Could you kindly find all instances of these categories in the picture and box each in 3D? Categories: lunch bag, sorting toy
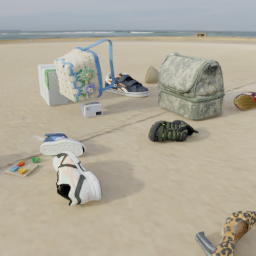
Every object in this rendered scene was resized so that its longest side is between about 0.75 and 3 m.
[{"bbox_3d":[2.684,-1.951,12.339,2.049,2.467,2.941,-11,24,-26],"label":"lunch bag"},{"bbox_3d":[-2.926,1.051,7.965,0.722,0.144,0.977,6,23,15],"label":"sorting toy"}]

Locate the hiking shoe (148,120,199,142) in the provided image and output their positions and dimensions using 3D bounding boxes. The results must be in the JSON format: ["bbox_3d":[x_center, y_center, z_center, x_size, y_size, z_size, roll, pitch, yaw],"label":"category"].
[{"bbox_3d":[1.552,0.117,9.551,1.852,0.701,0.932,-15,23,-34],"label":"hiking shoe"}]

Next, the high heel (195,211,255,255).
[{"bbox_3d":[2.023,2.011,4.977,1.404,0.501,1.001,-21,19,-8],"label":"high heel"}]

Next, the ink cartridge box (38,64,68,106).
[{"bbox_3d":[-3.812,-2.237,14.127,0.963,1.700,2.319,-9,24,-25],"label":"ink cartridge box"}]

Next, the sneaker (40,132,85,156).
[{"bbox_3d":[-1.958,0.429,8.907,1.470,0.592,1.076,-2,25,10],"label":"sneaker"}]

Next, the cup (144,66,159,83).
[{"bbox_3d":[1.612,-3.334,17.945,0.802,1.122,1.122,18,19,-10],"label":"cup"}]

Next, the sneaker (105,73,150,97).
[{"bbox_3d":[-0.113,-2.408,15.412,2.787,1.107,1.093,13,24,26],"label":"sneaker"}]

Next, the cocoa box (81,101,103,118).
[{"bbox_3d":[-1.557,-0.803,12.096,0.793,0.529,0.520,-10,24,-24],"label":"cocoa box"}]

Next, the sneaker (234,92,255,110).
[{"bbox_3d":[5.525,-1.302,13.217,2.060,0.772,0.928,-5,14,-31],"label":"sneaker"}]

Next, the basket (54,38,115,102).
[{"bbox_3d":[-1.660,-2.377,12.097,1.846,2.340,2.654,27,48,35],"label":"basket"}]

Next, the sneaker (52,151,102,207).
[{"bbox_3d":[-1.473,1.177,6.855,0.821,0.756,2.051,-17,27,-32],"label":"sneaker"}]
